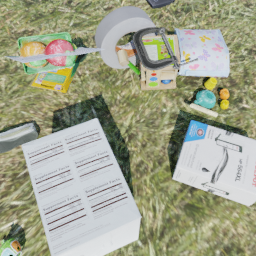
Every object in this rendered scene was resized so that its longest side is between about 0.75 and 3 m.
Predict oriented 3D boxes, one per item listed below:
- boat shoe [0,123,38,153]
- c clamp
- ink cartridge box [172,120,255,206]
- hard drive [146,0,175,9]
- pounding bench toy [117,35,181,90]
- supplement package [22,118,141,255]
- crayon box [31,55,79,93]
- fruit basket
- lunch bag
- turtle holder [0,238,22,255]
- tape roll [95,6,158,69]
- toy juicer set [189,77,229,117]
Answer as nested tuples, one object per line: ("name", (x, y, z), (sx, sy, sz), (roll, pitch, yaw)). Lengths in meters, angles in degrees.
("boat shoe", (-4.296, 0.359, 10.152), (1.946, 0.717, 0.624), (-21, 55, -17))
("c clamp", (1.227, -2.922, 10.255), (1.864, 0.296, 2.182), (-23, 69, -3))
("ink cartridge box", (3.086, 1.130, 9.389), (2.684, 1.131, 1.959), (17, 60, 10))
("hard drive", (1.705, -6.721, 14.708), (1.373, 0.291, 0.926), (-22, 61, -13))
("pounding bench toy", (0.769, -2.480, 11.166), (2.318, 1.808, 1.440), (-3, 69, 1))
("supplement package", (-1.226, 1.919, 7.896), (2.179, 2.833, 2.963), (-20, 61, -12))
("crayon box", (-3.028, -2.277, 11.834), (1.306, 0.536, 2.078), (12, 59, 7))
("fruit basket", (-2.308, -2.199, 8.613), (2.382, 1.205, 2.571), (-19, 30, -29))
("lunch bag", (2.937, -2.954, 11.703), (2.046, 1.534, 2.413), (-1, 48, -2))
("turtle holder", (-3.485, 3.665, 8.139), (0.578, 0.618, 0.814), (27, 62, 15))
("tape roll", (-0.064, -3.649, 11.525), (2.495, 2.495, 0.824), (-18, 59, -11))
("toy juicer set", (3.297, -1.020, 11.126), (1.290, 0.552, 2.028), (38, 59, 4))
